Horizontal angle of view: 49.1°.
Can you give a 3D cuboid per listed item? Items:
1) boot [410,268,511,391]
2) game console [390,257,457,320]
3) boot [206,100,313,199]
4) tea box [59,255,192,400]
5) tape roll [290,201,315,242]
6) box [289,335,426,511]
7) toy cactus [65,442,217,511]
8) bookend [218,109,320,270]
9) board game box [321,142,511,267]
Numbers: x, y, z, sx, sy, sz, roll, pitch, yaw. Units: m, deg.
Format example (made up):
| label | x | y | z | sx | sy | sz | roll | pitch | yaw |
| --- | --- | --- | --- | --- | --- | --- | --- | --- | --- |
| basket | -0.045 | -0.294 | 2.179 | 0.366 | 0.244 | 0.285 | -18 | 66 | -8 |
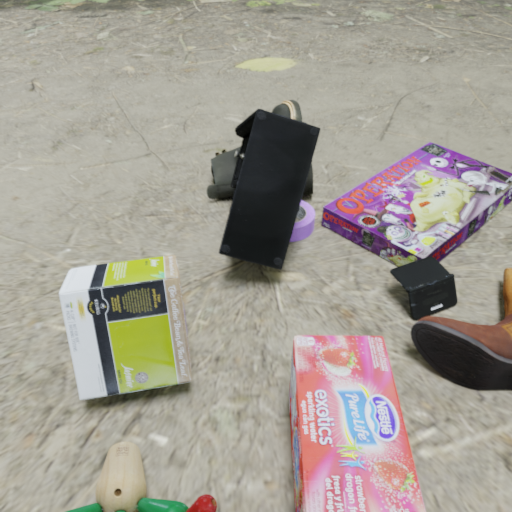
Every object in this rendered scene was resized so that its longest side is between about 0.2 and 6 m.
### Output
| label | x | y | z | sx | sy | sz | roll | pitch | yaw |
| --- | --- | --- | --- | --- | --- | --- | --- | --- | --- |
| boot | 3.958 | 0.928 | 8.860 | 2.568 | 0.934 | 2.728 | 16 | 41 | 19 |
| game console | 2.881 | 0.545 | 9.632 | 0.951 | 0.837 | 0.554 | -17 | 13 | -19 |
| boot | -0.030 | -2.562 | 13.021 | 2.311 | 1.294 | 3.341 | -6 | 38 | 0 |
| tea box | -1.804 | 0.982 | 8.012 | 1.593 | 1.620 | 1.082 | -7 | 18 | -8 |
| tape roll | 0.644 | -0.737 | 11.375 | 1.084 | 0.356 | 1.084 | 0 | 38 | 0 |
| box | 1.087 | 2.336 | 6.783 | 1.257 | 1.313 | 2.633 | 0 | 38 | 0 |
| toy cactus | -1.604 | 2.976 | 6.251 | 2.629 | 1.344 | 2.169 | -13 | 30 | -3 |
| bookend | 0.019 | -1.245 | 10.684 | 1.175 | 2.534 | 2.550 | 14 | 4 | -11 |
| board game box | 3.553 | -1.156 | 11.770 | 2.389 | 0.643 | 3.980 | 28 | 47 | 36 |
